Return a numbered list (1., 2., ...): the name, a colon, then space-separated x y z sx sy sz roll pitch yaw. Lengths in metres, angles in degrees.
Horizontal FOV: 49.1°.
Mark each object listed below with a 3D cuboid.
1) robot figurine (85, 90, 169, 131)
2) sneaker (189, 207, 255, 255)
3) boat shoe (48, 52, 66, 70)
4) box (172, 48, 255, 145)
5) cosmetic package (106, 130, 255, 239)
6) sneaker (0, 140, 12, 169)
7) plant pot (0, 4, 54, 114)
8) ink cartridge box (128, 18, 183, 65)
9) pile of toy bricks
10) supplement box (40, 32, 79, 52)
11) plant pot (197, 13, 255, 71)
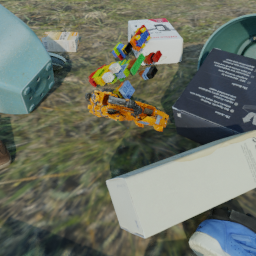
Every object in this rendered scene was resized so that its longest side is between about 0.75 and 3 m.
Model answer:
1. robot figurine: -0.043 -0.378 6.272 1.896 0.552 1.375 14 0 -40
2. sneaker: 1.998 1.912 4.306 1.860 0.714 1.035 24 53 36
3. boat shoe: -3.517 -1.978 9.228 2.884 1.050 0.891 -1 82 -12
4. box: 2.424 -0.530 6.455 2.006 1.198 2.040 26 67 28
5. cosmetic package: 1.045 0.908 4.913 2.556 1.323 0.934 -16 83 -21
6. sneaker: -3.248 0.275 6.371 0.619 0.663 1.756 -29 47 -31
7. plant pot: -3.175 -1.550 7.338 2.133 2.088 2.094 31 65 3
8. ink cartridge box: 0.970 -3.308 10.583 1.595 0.916 2.196 -7 39 -8
9. pile of toy bricks: -0.148 -1.906 8.812 1.329 1.493 2.692 -2 47 45
10. supplement box: -2.668 -3.407 11.036 1.364 0.502 0.860 1 40 0
11. plant pot: 3.412 -1.632 7.401 2.636 2.636 1.766 23 32 26
